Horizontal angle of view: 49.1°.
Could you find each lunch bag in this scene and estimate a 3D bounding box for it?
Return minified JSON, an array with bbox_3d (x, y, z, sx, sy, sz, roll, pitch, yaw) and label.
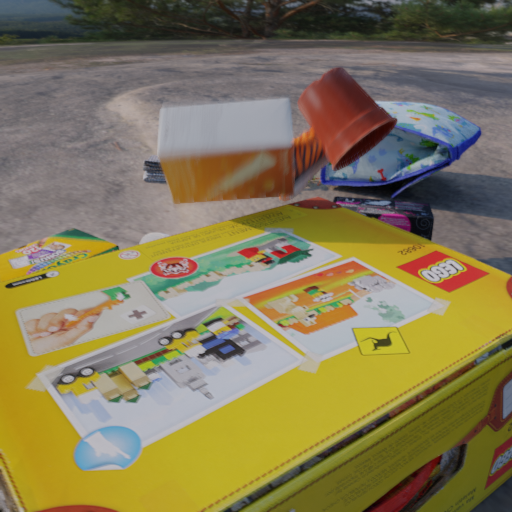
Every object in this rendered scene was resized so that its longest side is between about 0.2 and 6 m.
[{"bbox_3d":[3.183,-2.448,12.315,2.928,1.866,2.490,5,25,33],"label":"lunch bag"}]

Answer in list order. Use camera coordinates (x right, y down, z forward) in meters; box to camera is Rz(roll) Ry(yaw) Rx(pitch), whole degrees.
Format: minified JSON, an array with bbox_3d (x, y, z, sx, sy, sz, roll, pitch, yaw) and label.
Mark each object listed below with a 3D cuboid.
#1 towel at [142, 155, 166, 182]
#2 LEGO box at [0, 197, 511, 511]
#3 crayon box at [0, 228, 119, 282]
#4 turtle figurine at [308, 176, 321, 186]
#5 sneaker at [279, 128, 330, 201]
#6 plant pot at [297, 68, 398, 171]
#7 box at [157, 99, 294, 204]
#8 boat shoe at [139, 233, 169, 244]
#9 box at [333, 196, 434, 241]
[{"bbox_3d":[-2.062,-2.117,13.173,1.158,0.496,0.959,0,25,0],"label":"towel"},{"bbox_3d":[-0.031,1.140,5.029,4.549,1.755,3.388,-18,31,-32],"label":"LEGO box"},{"bbox_3d":[-3.092,0.249,8.240,1.129,0.554,1.901,19,32,33],"label":"crayon box"},{"bbox_3d":[0.897,-1.780,12.652,1.070,0.345,0.863,-22,33,-37],"label":"turtle figurine"},{"bbox_3d":[0.739,-1.884,9.234,1.848,1.036,0.717,-50,21,-8],"label":"sneaker"},{"bbox_3d":[1.318,-2.141,8.581,1.203,1.203,1.170,-28,79,-44],"label":"plant pot"},{"bbox_3d":[-0.308,-1.175,6.412,1.457,0.906,0.710,-4,59,3],"label":"box"},{"bbox_3d":[-0.857,0.284,8.108,2.348,0.832,0.820,22,6,43],"label":"boat shoe"},{"bbox_3d":[1.944,-0.316,8.881,1.542,1.019,0.884,5,22,12],"label":"box"}]
